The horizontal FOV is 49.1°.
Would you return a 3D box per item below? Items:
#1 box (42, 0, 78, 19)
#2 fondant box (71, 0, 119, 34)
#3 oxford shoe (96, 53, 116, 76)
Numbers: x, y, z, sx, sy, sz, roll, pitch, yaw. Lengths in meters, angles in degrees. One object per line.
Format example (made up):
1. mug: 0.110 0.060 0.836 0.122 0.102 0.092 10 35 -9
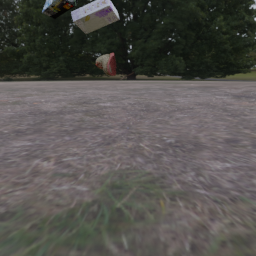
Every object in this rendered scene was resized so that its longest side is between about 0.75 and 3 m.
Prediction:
1. box: -1.624 -3.933 7.527 0.477 1.638 2.392 20 3 -29
2. fondant box: -1.175 -4.084 10.214 1.450 0.422 1.046 -19 -12 15
3. oxford shoe: -0.874 -2.409 10.849 0.767 0.723 2.051 -7 22 3
